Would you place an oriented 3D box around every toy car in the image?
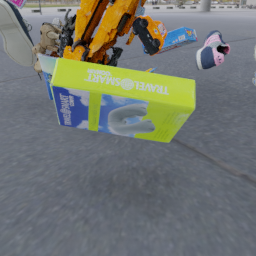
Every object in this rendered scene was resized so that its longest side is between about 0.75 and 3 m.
[{"bbox_3d":[0.389,-1.658,5.772,0.531,1.596,0.783,-36,82,-18],"label":"toy car"}]

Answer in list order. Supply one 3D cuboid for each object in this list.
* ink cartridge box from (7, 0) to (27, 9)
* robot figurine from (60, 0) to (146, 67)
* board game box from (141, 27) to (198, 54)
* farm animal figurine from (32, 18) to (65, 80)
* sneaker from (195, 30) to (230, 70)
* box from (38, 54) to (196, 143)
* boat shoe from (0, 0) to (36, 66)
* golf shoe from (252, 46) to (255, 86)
[{"bbox_3d":[-1.540,-1.628,3.086,0.756,0.159,0.451,23,14,-45],"label":"ink cartridge box"},{"bbox_3d":[-0.653,-2.536,7.096,2.174,2.999,0.873,47,32,23],"label":"robot figurine"},{"bbox_3d":[1.619,-3.298,10.700,1.702,0.476,1.667,-12,9,28],"label":"board game box"},{"bbox_3d":[-2.736,-2.710,9.376,0.917,1.740,1.759,15,31,-10],"label":"farm animal figurine"},{"bbox_3d":[2.989,-2.635,9.334,0.936,0.801,2.282,-1,40,34],"label":"sneaker"},{"bbox_3d":[-0.281,-0.457,5.188,2.643,1.612,0.630,9,66,-4],"label":"box"},{"bbox_3d":[-3.869,-3.292,9.480,1.102,2.944,0.910,-6,61,6],"label":"boat shoe"},{"bbox_3d":[2.857,-1.279,5.687,0.443,1.133,0.551,-13,34,5],"label":"golf shoe"}]
